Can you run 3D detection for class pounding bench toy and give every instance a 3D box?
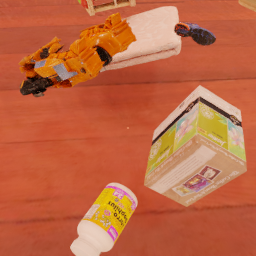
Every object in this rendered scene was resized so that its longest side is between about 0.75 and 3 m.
[{"bbox_3d":[-0.836,-4.307,8.404,1.525,1.215,1.956,-16,36,-7],"label":"pounding bench toy"}]

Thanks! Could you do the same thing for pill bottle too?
[{"bbox_3d":[-0.346,1.380,4.102,0.575,0.575,1.103,21,48,20],"label":"pill bottle"}]

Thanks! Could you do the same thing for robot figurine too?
[{"bbox_3d":[-1.063,-1.246,4.956,2.369,0.690,1.718,1,40,45],"label":"robot figurine"}]

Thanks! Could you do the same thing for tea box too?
[{"bbox_3d":[0.937,0.279,4.038,0.799,1.196,1.176,28,43,-13],"label":"tea box"}]

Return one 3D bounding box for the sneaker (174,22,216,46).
[{"bbox_3d":[1.264,-1.783,5.167,0.802,0.302,0.314,32,50,19],"label":"sneaker"}]

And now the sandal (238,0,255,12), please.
[{"bbox_3d":[2.582,-1.071,3.900,1.080,0.969,2.946,-15,38,-27],"label":"sandal"}]

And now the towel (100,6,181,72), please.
[{"bbox_3d":[0.063,-2.453,7.744,2.745,0.463,2.874,-10,38,15],"label":"towel"}]
